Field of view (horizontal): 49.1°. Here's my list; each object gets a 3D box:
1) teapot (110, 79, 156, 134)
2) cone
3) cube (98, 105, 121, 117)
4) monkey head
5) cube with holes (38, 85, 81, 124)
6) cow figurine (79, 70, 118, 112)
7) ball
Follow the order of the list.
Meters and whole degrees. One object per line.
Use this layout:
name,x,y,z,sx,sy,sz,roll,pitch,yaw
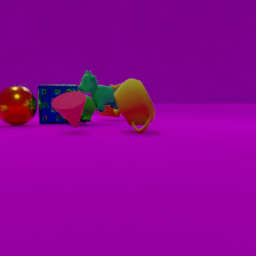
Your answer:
teapot,0.077,-0.659,7.524,1.019,2.081,1.294,-27,-39,3
cone,-1.462,-0.353,7.446,0.899,0.902,0.899,-5,35,4
cube,-0.789,-1.156,12.493,0.977,0.977,0.977,6,-27,3
monkey head,-1.685,-0.644,9.540,1.096,0.918,1.524,-12,-29,32
cube with holes,-2.557,-0.902,10.719,1.396,1.396,1.396,0,5,-5
cow figurine,-1.017,-1.393,10.438,1.573,1.548,0.863,-13,18,-29
ball,-3.748,-0.750,9.407,1.336,1.336,1.336,0,5,0
